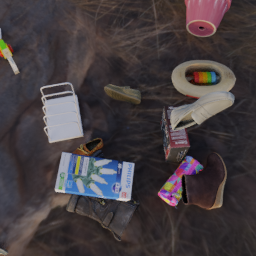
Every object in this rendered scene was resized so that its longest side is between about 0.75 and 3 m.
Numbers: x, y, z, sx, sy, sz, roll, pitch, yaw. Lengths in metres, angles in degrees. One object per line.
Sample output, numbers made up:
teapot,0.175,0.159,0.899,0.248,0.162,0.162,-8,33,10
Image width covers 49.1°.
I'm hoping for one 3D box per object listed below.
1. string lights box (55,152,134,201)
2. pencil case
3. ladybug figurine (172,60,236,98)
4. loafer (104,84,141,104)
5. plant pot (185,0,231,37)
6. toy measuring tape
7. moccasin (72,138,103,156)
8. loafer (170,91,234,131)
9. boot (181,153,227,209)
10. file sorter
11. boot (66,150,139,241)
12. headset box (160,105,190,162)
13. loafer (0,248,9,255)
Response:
string lights box,-1.039,1.574,8.944,2.319,0.684,1.192,9,70,-8
pencil case,1.823,1.827,9.648,0.818,0.818,1.850,34,67,16
ladybug figurine,3.058,-1.906,11.457,2.600,0.935,1.765,3,63,2
loafer,-0.188,-1.447,11.460,1.575,0.599,0.531,21,63,-1
plant pot,3.513,-5.321,12.736,2.079,2.079,1.861,14,79,7
toy measuring tape,-5.266,-3.134,12.423,0.657,0.657,1.786,-29,89,-14
moccasin,-1.525,0.789,10.313,1.354,0.523,0.495,-24,65,-12
loafer,1.923,-0.403,7.411,0.657,1.880,0.656,29,55,-30
boot,2.518,1.661,9.394,1.662,0.723,1.998,16,66,-30
file sorter,-2.554,-0.634,10.684,1.313,1.178,1.892,-11,63,-6
boot,-0.642,2.216,9.516,2.207,0.878,2.535,21,69,5
headset box,1.663,0.296,10.097,0.706,1.361,1.829,-5,62,-2
loafer,-4.147,3.924,8.861,0.761,0.288,0.260,7,64,14
